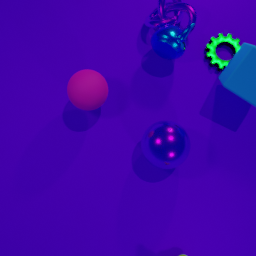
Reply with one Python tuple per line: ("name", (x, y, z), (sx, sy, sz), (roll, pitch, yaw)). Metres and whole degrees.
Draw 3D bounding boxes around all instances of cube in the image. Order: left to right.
("cube", (3.290, -1.408, 7.419), (1.179, 1.179, 1.179), (32, 113, -1))

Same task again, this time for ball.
("ball", (-1.049, -0.988, 7.325), (1.063, 1.063, 1.063), (0, 79, 0))
("ball", (0.977, 0.434, 7.268), (1.269, 1.269, 1.269), (0, 79, 0))

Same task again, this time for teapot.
("teapot", (1.204, -2.447, 7.777), (1.013, 1.629, 0.798), (36, 72, -24))

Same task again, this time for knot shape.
("knot shape", (1.282, -3.475, 8.350), (1.514, 0.700, 1.417), (6, 78, 2))

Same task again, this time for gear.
("gear", (2.880, -2.250, 8.361), (1.143, 0.211, 1.143), (0, 79, 0))

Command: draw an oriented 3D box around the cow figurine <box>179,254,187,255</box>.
("cow figurine", (1.130, 3.409, 6.841), (0.966, 0.950, 0.530), (-28, 50, -7))
